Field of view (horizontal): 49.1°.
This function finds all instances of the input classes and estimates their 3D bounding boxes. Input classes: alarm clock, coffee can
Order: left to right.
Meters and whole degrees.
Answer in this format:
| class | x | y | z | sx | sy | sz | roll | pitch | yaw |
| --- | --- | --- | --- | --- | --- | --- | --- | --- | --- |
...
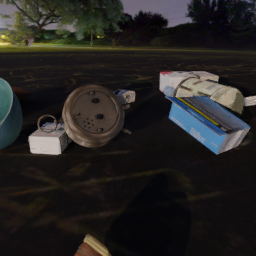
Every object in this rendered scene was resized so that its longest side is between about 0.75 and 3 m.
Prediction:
| class | x | y | z | sx | sy | sz | roll | pitch | yaw |
| --- | --- | --- | --- | --- | --- | --- | --- | --- | --- |
| alarm clock | -1.171 | -0.298 | 7.605 | 2.477 | 1.671 | 0.825 | -12 | -11 | -16 |
| coffee can | 2.769 | -0.883 | 9.920 | 1.531 | 1.531 | 2.092 | -7 | 21 | -20 |

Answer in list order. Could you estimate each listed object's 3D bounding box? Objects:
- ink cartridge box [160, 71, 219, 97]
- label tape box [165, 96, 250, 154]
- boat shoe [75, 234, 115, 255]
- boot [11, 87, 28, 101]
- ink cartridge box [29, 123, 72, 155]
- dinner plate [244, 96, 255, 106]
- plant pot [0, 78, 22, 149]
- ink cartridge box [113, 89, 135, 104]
| class | x | y | z | sx | sy | sz | roll | pitch | yaw |
| --- | --- | --- | --- | --- | --- | --- | --- | --- | --- |
| ink cartridge box | 3.158 | -2.335 | 14.725 | 2.591 | 1.080 | 1.882 | -3 | 20 | -9 |
| label tape box | 2.044 | -0.128 | 7.533 | 1.694 | 0.744 | 2.350 | 41 | 29 | 29 |
| boat shoe | -0.182 | 1.942 | 3.629 | 1.343 | 0.484 | 0.454 | 25 | 63 | 35 |
| boot | -5.104 | -1.263 | 12.176 | 2.678 | 0.923 | 2.874 | 9 | 17 | 18 |
| ink cartridge box | -2.180 | 0.276 | 8.156 | 0.893 | 0.523 | 1.219 | 2 | 18 | 7 |
| dinner plate | 5.210 | -1.120 | 11.452 | 2.911 | 0.353 | 2.911 | -7 | 1 | 0 |
| plant pot | -3.776 | -0.164 | 7.674 | 2.078 | 1.399 | 2.078 | -5 | 60 | 9 |
| ink cartridge box | -0.358 | -1.429 | 13.053 | 0.859 | 0.503 | 1.172 | 16 | 26 | 38 |
